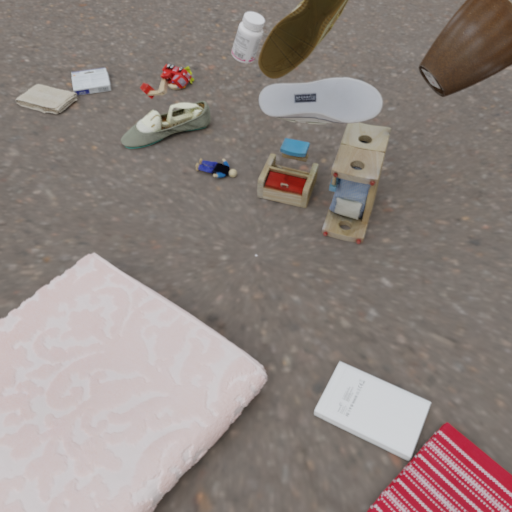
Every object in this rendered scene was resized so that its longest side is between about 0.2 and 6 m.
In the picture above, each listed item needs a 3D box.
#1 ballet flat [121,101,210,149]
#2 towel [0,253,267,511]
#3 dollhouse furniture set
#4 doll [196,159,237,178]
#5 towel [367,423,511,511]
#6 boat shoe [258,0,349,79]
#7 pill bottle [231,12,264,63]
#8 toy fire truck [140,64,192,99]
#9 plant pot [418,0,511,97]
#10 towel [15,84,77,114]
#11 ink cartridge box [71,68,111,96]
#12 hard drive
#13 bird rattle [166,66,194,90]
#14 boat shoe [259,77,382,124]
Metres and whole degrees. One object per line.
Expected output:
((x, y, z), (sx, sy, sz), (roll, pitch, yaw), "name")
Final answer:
((-2.033, -3.011, 12.478), (2.121, 0.675, 0.715), (-20, 52, -17), "ballet flat")
((-2.499, 2.043, 7.858), (3.827, 0.646, 4.007), (30, 54, 25), "towel")
((1.140, -1.507, 10.471), (2.252, 1.587, 1.578), (14, 49, 11), "dollhouse furniture set")
((-0.801, -1.832, 11.713), (0.863, 0.209, 0.589), (17, 51, 16), "doll")
((2.410, 3.276, 6.991), (2.129, 0.239, 1.540), (-36, 59, -26), "towel")
((0.958, -4.104, 9.991), (0.841, 2.272, 0.754), (47, 22, 1), "boat shoe")
((-0.110, -3.154, 8.096), (0.362, 0.638, 0.362), (10, 52, -13), "pill bottle")
((-1.471, -2.808, 9.099), (0.863, 0.210, 0.609), (32, 85, 45), "toy fire truck")
((3.454, -3.356, 9.187), (1.445, 1.350, 1.350), (-39, 51, 11), "plant pot")
((-5.036, -3.783, 13.517), (1.272, 0.219, 0.843), (18, 48, 16), "towel")
((-4.153, -4.376, 14.074), (0.906, 0.184, 0.907), (-12, 48, -11), "ink cartridge box")
((1.666, 2.187, 8.021), (1.416, 0.189, 0.934), (22, 51, 19), "hard drive")
((-1.989, -4.452, 14.021), (0.808, 0.455, 0.659), (3, 64, 7), "bird rattle")
((0.935, -2.198, 8.160), (1.753, 0.631, 0.576), (-1, 5, 11), "boat shoe")
